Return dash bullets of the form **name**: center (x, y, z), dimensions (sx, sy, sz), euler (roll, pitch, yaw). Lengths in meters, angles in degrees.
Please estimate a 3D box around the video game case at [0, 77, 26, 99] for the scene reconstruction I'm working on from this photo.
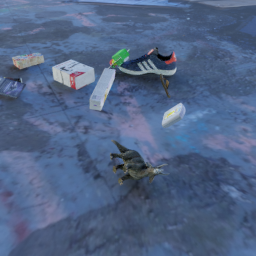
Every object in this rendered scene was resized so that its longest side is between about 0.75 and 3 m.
- **video game case**: center (-5.146, -1.738, 12.036), dimensions (1.228, 0.117, 0.877), euler (16, 52, 2)

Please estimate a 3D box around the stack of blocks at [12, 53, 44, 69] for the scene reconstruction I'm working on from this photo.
- **stack of blocks**: center (-5.251, -3.595, 14.778), dimensions (1.373, 0.402, 0.790), euler (-27, 43, -32)

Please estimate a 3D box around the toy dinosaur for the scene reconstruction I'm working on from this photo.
- **toy dinosaur**: center (0.119, 1.043, 8.110), dimensions (1.070, 0.805, 2.092), euler (-6, 26, -31)

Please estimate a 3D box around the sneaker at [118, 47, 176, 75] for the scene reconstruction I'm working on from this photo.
- **sneaker**: center (0.951, -3.345, 13.730), dimensions (2.868, 1.212, 1.075), euler (0, 35, 1)

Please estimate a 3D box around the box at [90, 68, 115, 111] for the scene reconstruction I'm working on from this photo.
- **box**: center (-0.779, -1.245, 8.759), dimensions (0.379, 0.354, 1.829), euler (11, 43, 4)

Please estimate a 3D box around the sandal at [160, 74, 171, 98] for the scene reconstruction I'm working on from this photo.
- **sandal**: center (1.571, -1.737, 11.433), dimensions (0.289, 0.432, 1.058), euler (-22, 78, 11)

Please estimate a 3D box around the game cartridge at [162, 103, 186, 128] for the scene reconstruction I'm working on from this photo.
- **game cartridge**: center (1.590, -0.462, 9.638), dimensions (0.810, 0.246, 1.215), euler (-28, 15, 22)

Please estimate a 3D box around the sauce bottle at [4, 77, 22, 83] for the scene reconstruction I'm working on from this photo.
- **sauce bottle**: center (-5.501, -2.056, 12.555), dimensions (1.392, 0.459, 0.459), euler (-11, 37, -11)

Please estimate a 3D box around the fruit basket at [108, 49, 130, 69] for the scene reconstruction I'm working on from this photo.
- **fruit basket**: center (-0.519, -3.308, 13.889), dimensions (0.605, 1.290, 1.195), euler (45, 48, -7)

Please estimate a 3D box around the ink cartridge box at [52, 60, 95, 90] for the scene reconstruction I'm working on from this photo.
- **ink cartridge box**: center (-2.527, -2.509, 12.998), dimensions (1.628, 0.675, 1.195), euler (26, 44, 31)
